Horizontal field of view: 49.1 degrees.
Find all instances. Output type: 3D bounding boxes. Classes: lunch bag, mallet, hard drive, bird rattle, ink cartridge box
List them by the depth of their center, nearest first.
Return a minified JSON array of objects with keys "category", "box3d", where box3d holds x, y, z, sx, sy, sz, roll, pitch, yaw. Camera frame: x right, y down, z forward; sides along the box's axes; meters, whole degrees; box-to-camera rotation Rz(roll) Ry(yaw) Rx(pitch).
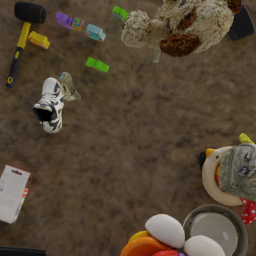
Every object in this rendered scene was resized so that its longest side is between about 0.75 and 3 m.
[{"category":"lunch bag","box3d":[2.833,0.934,5.827,1.552,1.301,1.081,18,66,-6]},{"category":"bird rattle","box3d":[3.309,1.508,8.380,2.177,1.505,2.671,2,93,2]},{"category":"ink cartridge box","box3d":[-3.613,2.014,8.619,0.856,0.395,1.570,19,80,3]},{"category":"mallet","box3d":[-3.702,-2.827,9.364,0.976,0.610,2.964,21,85,3]},{"category":"hard drive","box3d":[3.721,-3.742,9.596,0.914,0.287,1.355,-22,81,-4]}]

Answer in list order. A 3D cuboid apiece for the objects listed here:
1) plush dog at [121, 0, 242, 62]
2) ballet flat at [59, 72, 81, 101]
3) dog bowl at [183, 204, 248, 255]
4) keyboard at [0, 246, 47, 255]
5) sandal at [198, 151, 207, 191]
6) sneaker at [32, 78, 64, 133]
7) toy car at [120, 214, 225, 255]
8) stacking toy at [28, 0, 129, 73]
[{"category":"plush dog","box3d":[1.338,-2.274,6.231,2.428,2.086,1.948,-47,121,-1]},{"category":"ballet flat","box3d":[-1.630,-1.021,7.616,0.394,1.163,0.438,24,67,18]},{"category":"dog bowl","box3d":[2.496,3.228,8.329,1.931,0.566,1.931,0,81,0]},{"category":"keyboard","box3d":[-3.842,4.205,7.837,2.910,0.300,1.849,14,85,-19]},{"category":"sandal","box3d":[2.577,1.378,8.748,0.512,0.326,1.361,-12,81,-2]},{"category":"sneaker","box3d":[-2.467,-0.809,8.671,0.723,1.179,1.811,3,81,0]},{"category":"toy car","box3d":[1.063,3.823,7.207,2.805,2.103,2.455,25,90,19]},{"category":"stacking toy","box3d":[-1.575,-3.342,9.397,2.901,0.682,2.187,24,83,2]}]
